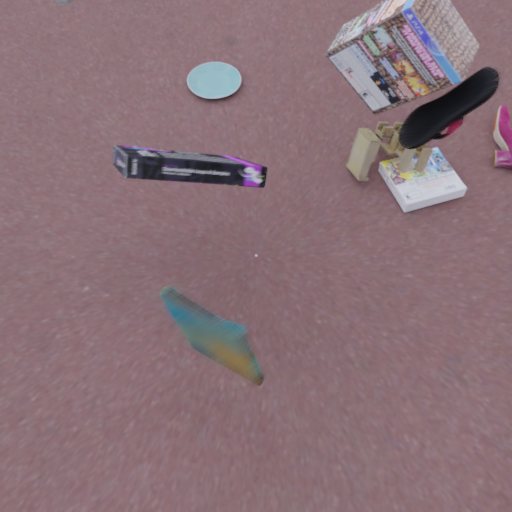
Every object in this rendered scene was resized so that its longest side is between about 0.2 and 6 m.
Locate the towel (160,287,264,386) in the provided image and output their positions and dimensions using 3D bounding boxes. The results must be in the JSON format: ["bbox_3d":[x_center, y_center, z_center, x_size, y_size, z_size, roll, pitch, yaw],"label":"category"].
[{"bbox_3d":[-0.583,1.189,8.029,1.394,1.901,0.206,26,66,23],"label":"towel"}]

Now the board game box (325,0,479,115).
[{"bbox_3d":[2.304,-3.294,8.974,1.436,1.801,0.872,42,63,-26],"label":"board game box"}]

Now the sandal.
[{"bbox_3d":[3.190,-2.317,9.280,0.467,2.073,0.778,18,64,-27],"label":"sandal"}]

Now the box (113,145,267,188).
[{"bbox_3d":[-1.097,-1.416,8.862,2.157,0.389,1.542,3,14,-21],"label":"box"}]

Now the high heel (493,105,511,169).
[{"bbox_3d":[5.752,-2.670,12.501,0.795,0.558,1.657,5,62,15],"label":"high heel"}]

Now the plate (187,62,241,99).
[{"bbox_3d":[-1.034,-4.293,13.827,1.335,0.171,1.335,0,58,0],"label":"plate"}]

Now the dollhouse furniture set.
[{"bbox_3d":[2.808,-2.191,12.113,1.418,0.942,1.243,-3,40,-21],"label":"dollhouse furniture set"}]

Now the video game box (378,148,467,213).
[{"bbox_3d":[3.541,-1.648,12.022,1.418,0.332,1.292,-15,59,-9],"label":"video game box"}]
